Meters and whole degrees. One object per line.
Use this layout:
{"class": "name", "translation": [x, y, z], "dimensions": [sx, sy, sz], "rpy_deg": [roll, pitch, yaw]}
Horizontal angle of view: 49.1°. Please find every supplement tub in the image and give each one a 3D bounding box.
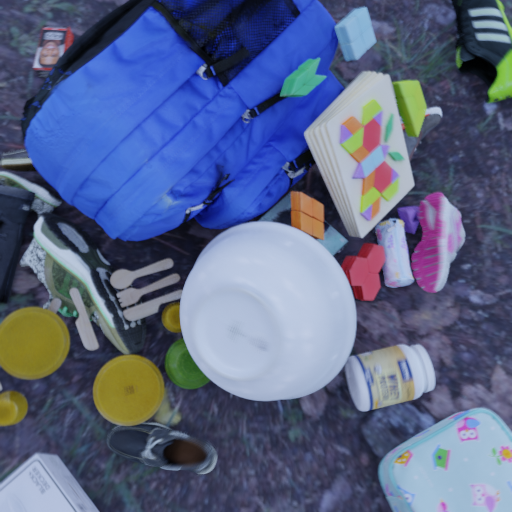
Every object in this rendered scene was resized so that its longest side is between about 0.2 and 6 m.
{"class": "supplement tub", "translation": [2.357, 2.133, 9.946], "dimensions": [1.358, 0.981, 0.981], "rpy_deg": [-13, 70, -4]}

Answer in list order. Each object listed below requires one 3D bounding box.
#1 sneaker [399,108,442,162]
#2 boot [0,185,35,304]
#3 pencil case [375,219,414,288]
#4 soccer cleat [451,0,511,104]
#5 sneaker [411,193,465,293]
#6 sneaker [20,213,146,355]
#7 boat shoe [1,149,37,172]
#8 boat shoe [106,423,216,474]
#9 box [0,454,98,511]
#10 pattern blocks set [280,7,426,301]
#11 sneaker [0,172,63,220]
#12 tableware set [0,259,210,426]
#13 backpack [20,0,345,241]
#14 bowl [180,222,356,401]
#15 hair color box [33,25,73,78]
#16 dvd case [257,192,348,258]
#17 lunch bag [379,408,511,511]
{"class": "sneaker", "translation": [2.849, -2.171, 11.773], "dimensions": [2.766, 1.066, 1.132], "rpy_deg": [-31, 102, -15]}
{"class": "boot", "translation": [-5.380, -0.316, 10.965], "dimensions": [1.843, 0.734, 2.235], "rpy_deg": [11, 88, 24]}
{"class": "pencil case", "translation": [2.719, -0.051, 10.983], "dimensions": [0.556, 0.606, 1.336], "rpy_deg": [3, 70, -18]}
{"class": "soccer cleat", "translation": [5.004, -4.982, 12.651], "dimensions": [1.361, 1.134, 3.359], "rpy_deg": [-24, 71, 5]}
{"class": "sneaker", "translation": [3.640, -0.208, 10.894], "dimensions": [0.855, 0.789, 1.938], "rpy_deg": [16, 80, -28]}
{"class": "sneaker", "translation": [-3.331, 0.738, 10.644], "dimensions": [1.428, 1.240, 3.224], "rpy_deg": [-45, 75, 17]}
{"class": "boat shoe", "translation": [-4.092, -2.225, 11.577], "dimensions": [2.279, 0.834, 0.738], "rpy_deg": [-12, 93, -19]}
{"class": "boat shoe", "translation": [-1.665, 3.297, 9.695], "dimensions": [1.955, 0.661, 0.702], "rpy_deg": [11, 72, 6]}
{"class": "box", "translation": [-4.127, 5.016, 8.841], "dimensions": [3.321, 0.999, 1.937], "rpy_deg": [-42, 75, -15]}
{"class": "pattern blocks set", "translation": [1.960, -1.710, 9.941], "dimensions": [0.363, 4.475, 3.933], "rpy_deg": [14, 63, 46]}
{"class": "sneaker", "translation": [-4.822, -1.205, 11.480], "dimensions": [1.641, 0.631, 0.727], "rpy_deg": [24, 85, 13]}
{"class": "tableware set", "translation": [-2.821, 1.836, 10.015], "dimensions": [3.953, 0.607, 2.663], "rpy_deg": [-21, 88, -14]}
{"class": "backpack", "translation": [-1.213, -2.428, 9.995], "dimensions": [5.080, 4.128, 4.263], "rpy_deg": [-43, 96, -17]}
{"class": "bowl", "translation": [-0.069, 1.060, 8.895], "dimensions": [3.083, 1.386, 3.083], "rpy_deg": [5, 102, 23]}
{"class": "hair color box", "translation": [-4.650, -4.694, 12.876], "dimensions": [0.621, 0.374, 1.223], "rpy_deg": [2, 70, 0]}
{"class": "dvd case", "translation": [0.501, -0.061, 11.184], "dimensions": [2.235, 0.246, 1.631], "rpy_deg": [-42, 75, -14]}
{"class": "lunch bag", "translation": [3.662, 4.171, 9.082], "dimensions": [2.414, 1.160, 3.010], "rpy_deg": [-26, 72, -12]}
